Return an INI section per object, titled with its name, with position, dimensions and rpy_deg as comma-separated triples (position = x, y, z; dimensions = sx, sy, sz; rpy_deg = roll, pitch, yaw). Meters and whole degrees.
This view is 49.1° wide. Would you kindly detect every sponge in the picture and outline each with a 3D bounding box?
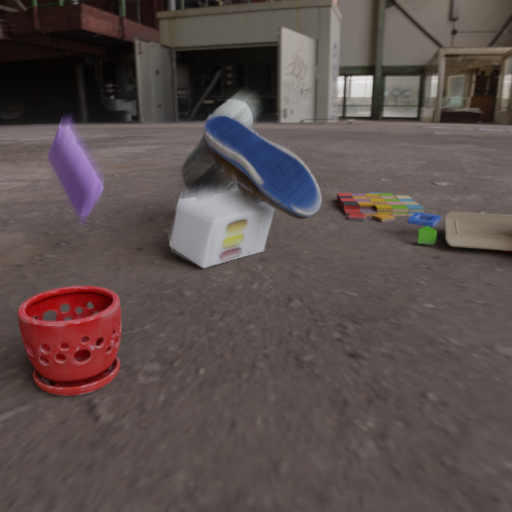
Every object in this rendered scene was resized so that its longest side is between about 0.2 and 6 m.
[sponge]
position = -3.091, -1.426, 9.506
dimensions = 0.205, 0.766, 1.374
rpy_deg = -17, 67, -45

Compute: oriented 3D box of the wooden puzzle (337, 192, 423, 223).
[wooden puzzle]
position = 3.087, -1.318, 14.250
dimensions = 1.870, 0.222, 3.154
rpy_deg = 0, 17, 1

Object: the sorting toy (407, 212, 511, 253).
[sorting toy]
position = 4.535, -0.398, 10.993
dimensions = 3.057, 0.416, 1.721
rpy_deg = 5, 22, 16

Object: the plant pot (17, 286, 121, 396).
[plant pot]
position = -1.904, 0.897, 5.843
dimensions = 1.001, 0.911, 1.001
rpy_deg = 0, 16, 0

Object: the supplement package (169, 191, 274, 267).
[supplement package]
position = -0.599, -0.514, 10.040
dimensions = 0.896, 0.931, 1.636
rpy_deg = 31, 30, 31

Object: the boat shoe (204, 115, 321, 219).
[boat shoe]
position = 0.113, -1.479, 10.005
dimensions = 0.926, 0.927, 2.563
rpy_deg = -38, 70, -22

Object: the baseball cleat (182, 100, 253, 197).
[baseball cleat]
position = -0.806, -1.787, 11.868
dimensions = 1.105, 1.686, 3.168
rpy_deg = -7, -25, -20
